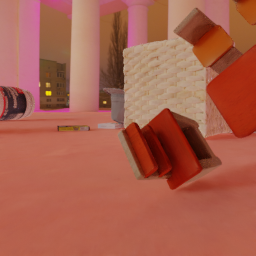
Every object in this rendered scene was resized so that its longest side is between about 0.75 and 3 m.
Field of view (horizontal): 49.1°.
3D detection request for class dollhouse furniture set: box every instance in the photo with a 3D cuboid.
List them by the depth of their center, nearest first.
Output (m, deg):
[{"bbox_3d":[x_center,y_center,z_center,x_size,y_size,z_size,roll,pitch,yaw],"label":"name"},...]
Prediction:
[{"bbox_3d":[0.797,-0.190,2.058,0.852,1.653,1.635,10,-43,-47],"label":"dollhouse furniture set"}]

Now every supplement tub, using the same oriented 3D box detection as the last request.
[{"bbox_3d":[-6.707,-1.367,15.476,1.881,1.881,2.681,2,5,25],"label":"supplement tub"}]

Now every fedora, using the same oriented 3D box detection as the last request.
[{"bbox_3d":[0.193,-0.588,9.779,2.379,1.074,2.104,12,0,-39],"label":"fedora"}]

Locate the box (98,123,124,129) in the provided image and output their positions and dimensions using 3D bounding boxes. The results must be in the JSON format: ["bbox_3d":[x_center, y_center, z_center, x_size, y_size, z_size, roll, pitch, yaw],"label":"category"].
[{"bbox_3d":[-0.559,-0.079,9.553,0.638,0.169,0.819,2,5,23],"label":"box"}]

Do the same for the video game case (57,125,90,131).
[{"bbox_3d":[-1.715,-0.002,8.712,0.926,0.131,1.024,-1,3,-15],"label":"video game case"}]

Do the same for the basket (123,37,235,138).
[{"bbox_3d":[1.259,-0.986,7.068,2.382,2.361,1.916,3,7,37],"label":"basket"}]
